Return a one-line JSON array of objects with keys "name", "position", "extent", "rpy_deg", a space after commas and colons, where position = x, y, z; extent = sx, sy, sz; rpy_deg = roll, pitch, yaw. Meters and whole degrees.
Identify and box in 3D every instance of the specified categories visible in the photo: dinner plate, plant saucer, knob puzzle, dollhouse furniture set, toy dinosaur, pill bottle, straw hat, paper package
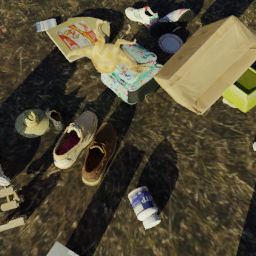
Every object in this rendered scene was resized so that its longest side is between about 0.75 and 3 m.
[{"name": "dinner plate", "position": [2.101, -4.114, 13.733], "extent": [1.241, 0.150, 1.241], "rpy_deg": [3, 65, -6]}, {"name": "plant saucer", "position": [4.889, -2.001, 12.041], "extent": [2.277, 0.546, 2.280], "rpy_deg": [-30, 61, -25]}, {"name": "knob puzzle", "position": [-2.171, -4.541, 13.916], "extent": [3.193, 0.443, 3.193], "rpy_deg": [0, 57, 0]}, {"name": "dollhouse furniture set", "position": [-3.822, 2.500, 8.906], "extent": [0.831, 1.173, 1.277], "rpy_deg": [-15, 88, -12]}, {"name": "toy dinosaur", "position": [-0.767, -2.380, 8.257], "extent": [2.966, 1.500, 0.863], "rpy_deg": [16, 20, 20]}, {"name": "pill bottle", "position": [0.552, 2.575, 9.072], "extent": [0.711, 0.711, 1.187], "rpy_deg": [-20, 59, -13]}, {"name": "straw hat", "position": [-3.854, -0.372, 11.079], "extent": [1.443, 0.611, 1.443], "rpy_deg": [0, 57, 0]}, {"name": "paper package", "position": [2.375, -1.995, 8.976], "extent": [1.463, 2.828, 2.695], "rpy_deg": [43, 96, -11]}]

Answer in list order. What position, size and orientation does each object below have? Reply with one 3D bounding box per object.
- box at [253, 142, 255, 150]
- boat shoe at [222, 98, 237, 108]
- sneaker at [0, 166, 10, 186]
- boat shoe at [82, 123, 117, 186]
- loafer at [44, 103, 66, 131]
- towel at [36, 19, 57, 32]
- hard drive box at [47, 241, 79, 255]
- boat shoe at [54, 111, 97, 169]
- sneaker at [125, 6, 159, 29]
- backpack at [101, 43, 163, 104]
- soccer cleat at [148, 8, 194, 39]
[{"name": "box", "position": [5.383, 0.711, 10.584], "extent": [1.222, 0.236, 0.253], "rpy_deg": [1, 57, 1]}, {"name": "boat shoe", "position": [4.363, -1.093, 11.772], "extent": [0.753, 0.237, 0.274], "rpy_deg": [30, 62, 18]}, {"name": "sneaker", "position": [-4.788, 1.376, 9.888], "extent": [1.796, 0.672, 0.894], "rpy_deg": [26, 61, 16]}, {"name": "boat shoe", "position": [-1.003, 0.798, 10.155], "extent": [0.908, 0.852, 2.523], "rpy_deg": [13, 58, 8]}, {"name": "loafer", "position": [-2.959, -0.554, 11.238], "extent": [0.519, 0.515, 1.425], "rpy_deg": [-33, 63, -23]}, {"name": "towel", "position": [-4.248, -5.365, 14.657], "extent": [1.053, 0.125, 0.773], "rpy_deg": [-14, 60, -7]}, {"name": "hard drive box", "position": [-1.696, 3.789, 7.996], "extent": [0.919, 1.180, 0.453], "rpy_deg": [26, 61, 15]}, {"name": "boat shoe", "position": [-1.922, 0.273, 10.475], "extent": [0.954, 0.895, 2.587], "rpy_deg": [18, 59, 12]}, {"name": "sneaker", "position": [0.761, -5.979, 14.533], "extent": [2.118, 0.990, 0.746], "rpy_deg": [38, 65, 21]}, {"name": "backpack", "position": [0.008, -2.453, 11.835], "extent": [2.138, 1.813, 2.409], "rpy_deg": [-39, 59, -23]}, {"name": "soccer cleat", "position": [2.052, -5.343, 14.301], "extent": [2.743, 0.936, 1.004], "rpy_deg": [-30, 39, -15]}]
